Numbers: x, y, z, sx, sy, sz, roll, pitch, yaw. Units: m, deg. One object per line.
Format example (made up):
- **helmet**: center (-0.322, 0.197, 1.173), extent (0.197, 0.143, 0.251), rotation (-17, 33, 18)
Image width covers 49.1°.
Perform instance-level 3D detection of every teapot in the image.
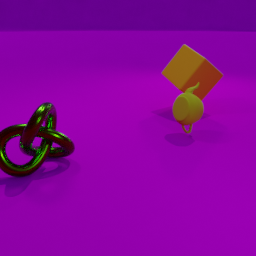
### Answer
- **teapot**: center (1.578, -0.519, 7.142), extent (0.655, 1.338, 0.832), rotation (2, 8, -31)

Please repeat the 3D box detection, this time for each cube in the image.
- **cube**: center (2.069, -1.743, 9.078), extent (1.178, 1.178, 1.178), rotation (24, 22, -41)

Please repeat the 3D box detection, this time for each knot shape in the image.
- **knot shape**: center (-1.732, 0.170, 5.411), extent (1.539, 1.440, 0.711), rotation (-5, 37, -41)
